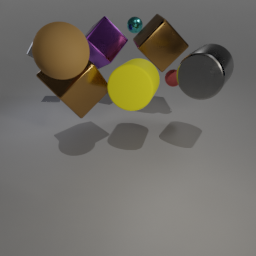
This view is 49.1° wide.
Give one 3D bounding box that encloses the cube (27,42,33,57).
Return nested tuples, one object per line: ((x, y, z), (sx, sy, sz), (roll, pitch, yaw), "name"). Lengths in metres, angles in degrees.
((-3.700, -3.338, 11.734), (0.700, 0.700, 0.700), (27, 46, -25), "cube")

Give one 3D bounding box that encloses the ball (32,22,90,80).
((-1.672, -1.925, 7.030), (1.400, 1.400, 1.400), (0, 30, 0), "ball")

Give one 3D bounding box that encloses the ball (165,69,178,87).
((1.863, -2.046, 11.486), (0.700, 0.700, 0.700), (0, 30, 0), "ball")

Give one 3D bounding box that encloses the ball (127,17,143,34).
((0.301, -4.543, 12.369), (0.700, 0.700, 0.700), (0, 30, 0), "ball")

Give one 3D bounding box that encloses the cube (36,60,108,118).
((-1.669, -1.439, 8.787), (1.400, 1.400, 1.400), (-46, 60, -5), "cube")

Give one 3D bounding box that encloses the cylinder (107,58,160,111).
((0.211, -1.393, 8.807), (1.400, 1.400, 1.400), (7, 22, 12), "cylinder")

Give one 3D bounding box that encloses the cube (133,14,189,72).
((1.229, -3.308, 10.865), (1.400, 1.400, 1.400), (38, 19, -26), "cube")

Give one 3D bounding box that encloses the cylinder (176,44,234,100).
((2.367, -1.736, 8.537), (1.400, 1.400, 1.400), (15, 32, 25), "cylinder")

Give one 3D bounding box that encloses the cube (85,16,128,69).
((-1.147, -3.626, 12.080), (1.400, 1.400, 1.400), (-56, 23, -16), "cube")
